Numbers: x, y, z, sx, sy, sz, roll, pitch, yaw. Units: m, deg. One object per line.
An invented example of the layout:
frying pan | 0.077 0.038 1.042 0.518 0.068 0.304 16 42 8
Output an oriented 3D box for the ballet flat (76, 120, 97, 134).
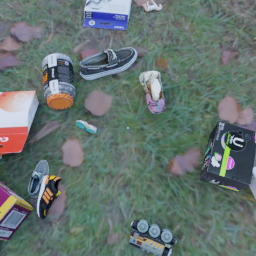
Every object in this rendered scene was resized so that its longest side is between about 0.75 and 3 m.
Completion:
ballet flat | -1.571 -0.062 10.676 0.873 0.330 0.279 30 40 8

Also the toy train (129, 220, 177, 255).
toy train | 0.746 3.515 8.909 1.522 0.648 0.867 21 80 7

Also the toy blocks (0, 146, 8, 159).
toy blocks | -4.600 0.486 10.255 1.506 0.547 1.255 -17 67 -8

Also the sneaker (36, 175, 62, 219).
sneaker | -2.627 2.317 9.455 0.662 0.515 1.471 1 64 4

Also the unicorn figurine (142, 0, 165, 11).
unicorn figurine | 1.196 -5.719 13.154 0.928 0.343 0.637 -25 78 5

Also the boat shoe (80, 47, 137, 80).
boat shoe | -0.766 -2.750 11.482 2.567 0.910 0.925 -27 69 -11

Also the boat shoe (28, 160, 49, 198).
boat shoe | -3.134 1.729 9.768 0.496 0.421 1.361 10 66 4

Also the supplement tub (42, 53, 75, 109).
supplement tub | -2.687 -1.794 10.910 1.198 1.198 1.956 -8 66 -4

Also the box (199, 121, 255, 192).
box | 3.459 0.998 9.672 1.429 1.196 1.924 17 66 7

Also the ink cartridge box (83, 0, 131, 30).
ink cartridge box | -0.936 -5.539 12.988 2.078 0.423 2.082 5 66 2

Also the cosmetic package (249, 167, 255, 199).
cosmetic package | 4.903 1.864 9.506 1.301 0.802 1.305 -18 69 -7

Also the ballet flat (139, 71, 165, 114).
ballet flat | 0.964 -1.580 10.508 0.834 0.858 2.412 -1 47 -9

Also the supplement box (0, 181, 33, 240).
supplement box | -4.591 2.203 8.858 2.597 1.700 1.340 32 70 14

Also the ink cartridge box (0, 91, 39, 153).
ink cartridge box | -4.636 -0.289 9.952 2.285 0.706 2.818 -2 39 -1
